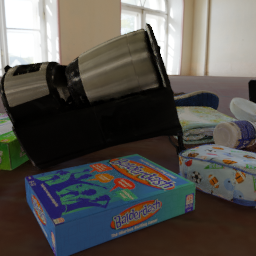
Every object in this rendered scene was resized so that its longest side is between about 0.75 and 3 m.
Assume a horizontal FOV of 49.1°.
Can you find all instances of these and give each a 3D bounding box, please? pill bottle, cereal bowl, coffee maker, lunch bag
[{"bbox_3d":[2.750,0.158,6.892,1.147,0.686,0.686,-6,14,-27],"label":"pill bottle"},{"bbox_3d":[3.170,-0.418,7.532,0.957,0.399,0.957,14,31,-9],"label":"cereal bowl"},{"bbox_3d":[-0.564,-0.247,5.619,2.996,2.878,2.018,-16,5,9],"label":"coffee maker"},{"bbox_3d":[1.775,0.718,4.691,1.332,0.628,1.662,-7,14,-37],"label":"lunch bag"}]

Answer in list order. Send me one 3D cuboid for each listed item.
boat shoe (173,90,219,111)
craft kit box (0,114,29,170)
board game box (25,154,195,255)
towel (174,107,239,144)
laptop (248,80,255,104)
[{"bbox_3d":[1.922,-0.868,9.949,2.941,1.062,1.064,-6,19,-28],"label":"boat shoe"},{"bbox_3d":[-3.394,0.168,7.016,2.884,0.708,2.920,0,13,12],"label":"craft kit box"},{"bbox_3d":[-0.290,0.940,4.052,2.004,0.451,1.524,-8,15,-31],"label":"board game box"},{"bbox_3d":[2.020,-0.146,8.212,2.279,0.549,1.951,-2,19,-21],"label":"towel"},{"bbox_3d":[5.937,-1.010,10.089,2.625,1.529,2.961,9,16,33],"label":"laptop"}]
